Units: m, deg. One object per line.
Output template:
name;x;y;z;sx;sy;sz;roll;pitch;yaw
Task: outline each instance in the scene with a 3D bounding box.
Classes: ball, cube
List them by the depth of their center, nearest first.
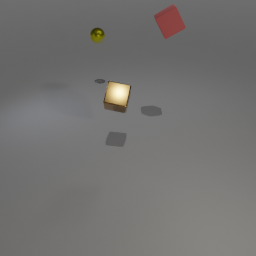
cube;-0.322;-0.924;8.510;0.700;0.700;0.700;12;-13;1
cube;1.290;-3.310;8.702;0.700;0.700;0.700;-26;27;16
ball;-1.433;-4.349;13.157;0.700;0.700;0.700;0;30;0
